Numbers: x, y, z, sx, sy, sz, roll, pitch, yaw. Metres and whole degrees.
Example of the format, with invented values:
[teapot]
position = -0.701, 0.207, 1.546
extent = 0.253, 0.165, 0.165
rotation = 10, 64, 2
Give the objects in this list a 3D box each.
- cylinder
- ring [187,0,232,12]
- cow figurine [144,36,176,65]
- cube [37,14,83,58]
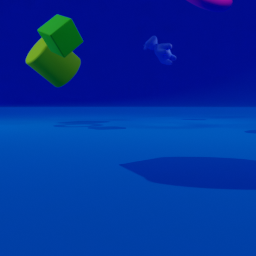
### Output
[cylinder]
position = -2.561, -2.323, 9.667
extent = 1.334, 1.334, 1.334
rotation = 5, -28, 48
[ring]
position = 1.659, -3.012, 6.199
extent = 1.394, 0.279, 1.394
rotation = 12, 45, -13
[cow figurine]
position = 1.280, -3.180, 11.548
extent = 1.219, 1.239, 0.680
rotation = 22, 63, 47
[cube]
position = -1.735, -2.374, 7.221
extent = 0.703, 0.703, 0.703
rotation = 31, -20, 38
